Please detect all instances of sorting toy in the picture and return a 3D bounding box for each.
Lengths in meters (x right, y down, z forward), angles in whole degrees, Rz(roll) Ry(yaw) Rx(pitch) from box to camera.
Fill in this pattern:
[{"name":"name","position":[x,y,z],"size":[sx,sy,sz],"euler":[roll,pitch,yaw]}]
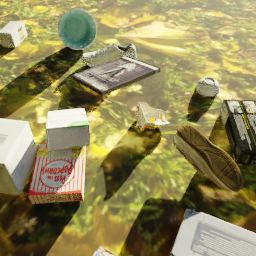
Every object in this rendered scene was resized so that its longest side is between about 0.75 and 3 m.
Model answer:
[{"name":"sorting toy","position":[0.851,-0.332,9.421],"size":[0.986,0.585,1.095],"euler":[-3,44,-14]}]

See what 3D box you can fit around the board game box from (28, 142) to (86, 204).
[{"name":"board game box","position":[-1.933,1.200,7.944],"size":[1.398,0.427,1.845],"euler":[-3,46,-3]}]

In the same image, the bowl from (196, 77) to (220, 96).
[{"name":"bowl","position":[3.101,-1.674,10.781],"size":[0.933,0.420,0.933],"euler":[0,45,0]}]

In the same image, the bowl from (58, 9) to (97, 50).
[{"name":"bowl","position":[-2.383,-4.569,12.905],"size":[1.759,1.759,0.920],"euler":[-15,28,-14]}]

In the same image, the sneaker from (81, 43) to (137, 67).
[{"name":"sneaker","position":[-0.802,-3.119,11.831],"size":[2.388,0.968,0.897],"euler":[-2,47,0]}]

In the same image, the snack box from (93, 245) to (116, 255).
[{"name":"snack box","position":[-0.387,3.026,6.389],"size":[0.821,0.100,0.295],"euler":[23,50,21]}]

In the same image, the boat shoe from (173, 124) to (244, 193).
[{"name":"boat shoe","position":[2.225,0.911,7.978],"size":[0.865,0.776,2.336],"euler":[-32,72,-29]}]

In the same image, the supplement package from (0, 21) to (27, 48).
[{"name":"supplement package","position":[-5.448,-4.457,13.287],"size":[0.693,0.720,1.265],"euler":[7,46,9]}]

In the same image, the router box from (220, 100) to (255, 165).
[{"name":"router box","position":[4.088,0.071,8.923],"size":[1.778,0.609,2.384],"euler":[2,46,2]}]

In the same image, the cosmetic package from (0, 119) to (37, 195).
[{"name":"cosmetic package","position":[-3.215,0.789,7.622],"size":[0.899,1.463,1.458],"euler":[7,46,5]}]

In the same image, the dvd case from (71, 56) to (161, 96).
[{"name":"dvd case","position":[-0.171,-0.790,4.081],"size":[1.058,0.085,0.787],"euler":[-28,40,-30]}]

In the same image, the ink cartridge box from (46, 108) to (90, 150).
[{"name":"ink cartridge box","position":[-1.826,-0.015,8.520],"size":[1.204,0.693,1.649],"euler":[-6,21,-11]}]

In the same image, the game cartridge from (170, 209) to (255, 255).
[{"name":"game cartridge","position":[2.183,2.894,6.312],"size":[2.268,0.464,1.510],"euler":[19,45,18]}]
